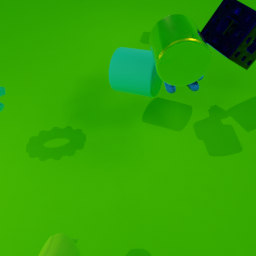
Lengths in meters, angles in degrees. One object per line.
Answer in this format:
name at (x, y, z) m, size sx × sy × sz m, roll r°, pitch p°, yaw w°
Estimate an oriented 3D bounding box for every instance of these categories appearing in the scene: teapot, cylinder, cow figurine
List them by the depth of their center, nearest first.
teapot at (-1.004, 1.979, 4.144) m, size 0.625 × 0.794 × 1.277 m, roll 31°, pitch 16°, yaw -9°
cylinder at (0.918, -1.421, 5.113) m, size 0.951 × 0.951 × 0.951 m, roll -4°, pitch 46°, yaw -3°
cow figurine at (1.311, -1.447, 6.576) m, size 1.285 × 0.705 × 1.264 m, roll -8°, pitch 55°, yaw -10°
cylinder at (0.248, -1.442, 7.233) m, size 1.132 × 1.132 × 1.132 m, roll 13°, pitch 54°, yaw 19°

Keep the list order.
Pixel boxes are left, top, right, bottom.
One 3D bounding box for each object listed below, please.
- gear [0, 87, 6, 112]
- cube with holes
gear at (-3.460, -0.799, 6.046) m, size 1.550 × 1.550 × 0.287 m, roll 7°, pitch 21°, yaw 5°
cube with holes at (2.401, -2.060, 6.143) m, size 0.995 × 0.995 × 0.995 m, roll 7°, pitch 36°, yaw -46°
